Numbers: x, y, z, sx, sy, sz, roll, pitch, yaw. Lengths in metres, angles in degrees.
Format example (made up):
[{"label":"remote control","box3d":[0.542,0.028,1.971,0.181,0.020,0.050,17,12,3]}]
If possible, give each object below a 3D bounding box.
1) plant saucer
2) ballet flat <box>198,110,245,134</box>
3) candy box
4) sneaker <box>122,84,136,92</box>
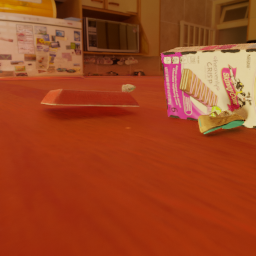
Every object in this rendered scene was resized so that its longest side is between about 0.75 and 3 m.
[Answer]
[{"label":"plant saucer","box3d":[-1.387,-1.016,9.491,2.747,0.504,2.742,-2,6,-24]},{"label":"ballet flat","box3d":[2.207,-0.207,6.540,1.465,0.462,0.503,-9,-18,-36]},{"label":"candy box","box3d":[2.368,-1.157,7.458,2.883,1.966,0.879,9,29,40]},{"label":"sneaker","box3d":[0.047,-1.616,11.488,0.444,0.378,1.004,3,22,17]}]
